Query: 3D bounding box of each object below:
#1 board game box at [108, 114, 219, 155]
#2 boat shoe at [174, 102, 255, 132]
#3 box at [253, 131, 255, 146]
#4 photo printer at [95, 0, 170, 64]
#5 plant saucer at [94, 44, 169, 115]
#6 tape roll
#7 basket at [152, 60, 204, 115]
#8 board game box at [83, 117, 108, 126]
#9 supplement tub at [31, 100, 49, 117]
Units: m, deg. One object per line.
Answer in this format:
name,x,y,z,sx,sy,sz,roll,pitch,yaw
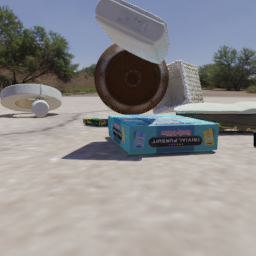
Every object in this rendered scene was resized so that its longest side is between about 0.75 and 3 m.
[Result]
board game box,0.576,0.057,5.966,1.682,0.523,2.229,-2,8,-13
boat shoe,2.519,-0.261,7.557,2.551,0.763,0.912,-1,20,1
box,2.966,0.203,5.712,0.561,0.313,0.795,3,7,41
photo printer,0.172,-1.923,5.780,1.392,0.581,1.673,29,5,9
plant saucer,0.141,-1.649,9.259,2.542,2.542,0.465,0,9,-3
tape roll,-4.430,-1.322,12.926,2.721,0.497,2.721,-5,-14,-1
basket,1.910,-1.551,11.281,1.768,1.784,1.434,-16,-8,42
board game box,-0.560,-0.263,9.668,1.786,0.209,0.936,-7,9,-44
supplement tub,-3.775,-0.845,11.997,0.717,0.717,0.989,-3,8,-21
